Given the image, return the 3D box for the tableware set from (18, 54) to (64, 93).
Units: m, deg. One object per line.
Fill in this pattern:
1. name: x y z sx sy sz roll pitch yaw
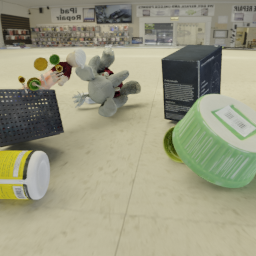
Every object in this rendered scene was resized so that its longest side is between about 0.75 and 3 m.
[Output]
1. tableware set: -1.635 -1.025 5.286 0.867 0.584 0.133 -27 41 -16

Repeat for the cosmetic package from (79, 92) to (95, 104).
1. cosmetic package: -1.684 -1.418 12.950 0.839 0.287 1.113 -10 22 -30

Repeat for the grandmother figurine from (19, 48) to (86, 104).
1. grandmother figurine: -2.295 -1.682 8.897 2.399 0.726 1.455 -42 49 -11

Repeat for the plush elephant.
1. plush elephant: -0.850 -1.691 10.939 2.870 2.364 2.222 -36 15 -11

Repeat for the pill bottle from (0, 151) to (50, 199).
1. pill bottle: -2.508 0.921 5.562 1.691 0.950 0.950 1 20 2

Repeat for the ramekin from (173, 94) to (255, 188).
1. ramekin: 2.145 0.181 6.240 2.079 1.015 2.079 13 42 -12

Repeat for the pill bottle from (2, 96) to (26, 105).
1. pill bottle: -4.831 -1.125 11.792 0.891 0.534 0.534 -17 26 -39

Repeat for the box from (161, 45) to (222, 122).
1. box: 2.308 -1.606 9.901 1.388 2.202 2.240 13 32 32

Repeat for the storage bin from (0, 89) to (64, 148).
1. storage bin: -3.090 -0.171 6.920 1.807 1.253 2.673 -10 4 25

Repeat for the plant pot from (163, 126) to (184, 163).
1. plant pot: 1.533 0.368 7.328 0.951 0.951 0.874 15 13 35
